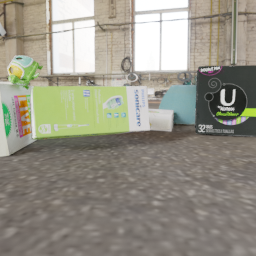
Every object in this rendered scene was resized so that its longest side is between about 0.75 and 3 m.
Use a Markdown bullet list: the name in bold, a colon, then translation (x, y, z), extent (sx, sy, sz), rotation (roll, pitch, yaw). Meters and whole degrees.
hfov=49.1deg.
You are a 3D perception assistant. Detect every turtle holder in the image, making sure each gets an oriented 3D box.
- **turtle holder**: translation (-2.590, -1.336, 6.824), extent (0.668, 0.941, 0.715), rotation (34, -29, -25)

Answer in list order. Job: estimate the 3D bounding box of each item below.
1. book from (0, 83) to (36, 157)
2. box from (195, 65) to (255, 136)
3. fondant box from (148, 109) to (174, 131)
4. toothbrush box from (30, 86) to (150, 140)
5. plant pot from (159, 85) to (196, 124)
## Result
- **book**: translation (-2.815, -0.305, 6.961), extent (0.556, 1.546, 2.314), rotation (-4, 8, -1)
- **box**: translation (3.694, -0.892, 9.072), extent (2.909, 2.160, 1.808), rotation (2, 8, 13)
- **fondant box**: translation (0.935, -0.359, 10.731), extent (1.570, 0.634, 2.177), rotation (4, 7, 10)
- **toothbrush box**: translation (-1.010, -0.336, 6.810), extent (2.555, 1.100, 1.860), rotation (-2, -2, -20)
- **plant pot**: translation (2.542, -1.118, 12.753), extent (2.449, 1.650, 2.449), rotation (-1, 8, 0)
